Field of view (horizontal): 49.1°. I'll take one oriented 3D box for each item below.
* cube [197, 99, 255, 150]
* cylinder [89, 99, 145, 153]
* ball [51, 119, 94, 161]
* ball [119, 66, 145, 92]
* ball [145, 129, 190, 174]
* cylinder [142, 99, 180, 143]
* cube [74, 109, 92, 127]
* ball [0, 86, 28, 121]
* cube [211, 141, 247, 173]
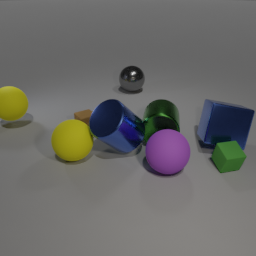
[{"bbox_3d":[3.409,-0.166,9.979,1.400,1.400,1.400,11,12,1],"label":"cube"},{"bbox_3d":[-0.348,-0.046,9.391,1.400,1.400,1.400,-17,58,28],"label":"cylinder"},{"bbox_3d":[-1.863,0.412,9.428,1.400,1.400,1.400,0,28,0],"label":"ball"},{"bbox_3d":[0.210,-2.646,15.079,1.400,1.400,1.400,0,28,0],"label":"ball"},{"bbox_3d":[1.244,0.741,8.794,1.400,1.400,1.400,0,28,0],"label":"ball"},{"bbox_3d":[1.229,-0.185,10.517,1.400,1.400,1.400,4,29,7],"label":"cylinder"},{"bbox_3d":[-1.725,-0.268,11.430,0.700,0.700,0.700,-17,33,-29],"label":"cube"},{"bbox_3d":[-4.798,-0.988,11.399,1.400,1.400,1.400,0,28,0],"label":"ball"},{"bbox_3d":[3.228,0.925,9.023,0.700,0.700,0.700,-7,46,-13],"label":"cube"}]
